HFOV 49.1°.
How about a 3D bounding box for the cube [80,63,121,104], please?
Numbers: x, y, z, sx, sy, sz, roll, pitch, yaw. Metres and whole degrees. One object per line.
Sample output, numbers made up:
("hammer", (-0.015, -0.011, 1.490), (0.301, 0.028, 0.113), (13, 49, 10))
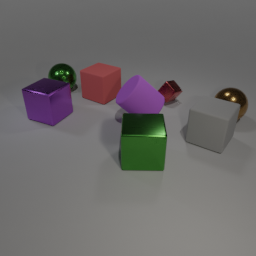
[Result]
("cube", (-1.278, -2.164, 13.414), (1.400, 1.400, 1.400), (20, 37, 29))

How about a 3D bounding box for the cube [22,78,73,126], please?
("cube", (-3.337, -1.135, 11.779), (1.400, 1.400, 1.400), (14, 35, 22))

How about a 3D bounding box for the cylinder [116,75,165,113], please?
("cylinder", (0.473, -1.120, 11.025), (1.400, 1.400, 1.400), (37, 23, -23))

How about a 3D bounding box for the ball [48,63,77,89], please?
("ball", (-3.281, -2.530, 14.022), (1.400, 1.400, 1.400), (0, 32, 0))

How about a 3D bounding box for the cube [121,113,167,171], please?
("cube", (0.496, 0.441, 9.286), (1.400, 1.400, 1.400), (1, 32, 1))

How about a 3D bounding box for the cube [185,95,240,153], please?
("cube", (3.083, -0.176, 10.238), (1.400, 1.400, 1.400), (20, 37, 28))

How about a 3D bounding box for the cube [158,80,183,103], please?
("cube", (1.930, -1.690, 12.873), (0.700, 0.700, 0.700), (-18, 67, -48))

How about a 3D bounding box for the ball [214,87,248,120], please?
("ball", (4.193, -0.962, 11.522), (1.400, 1.400, 1.400), (0, 32, 0))
